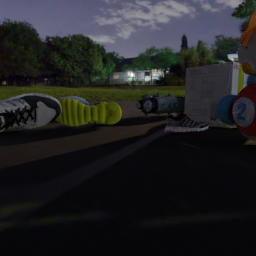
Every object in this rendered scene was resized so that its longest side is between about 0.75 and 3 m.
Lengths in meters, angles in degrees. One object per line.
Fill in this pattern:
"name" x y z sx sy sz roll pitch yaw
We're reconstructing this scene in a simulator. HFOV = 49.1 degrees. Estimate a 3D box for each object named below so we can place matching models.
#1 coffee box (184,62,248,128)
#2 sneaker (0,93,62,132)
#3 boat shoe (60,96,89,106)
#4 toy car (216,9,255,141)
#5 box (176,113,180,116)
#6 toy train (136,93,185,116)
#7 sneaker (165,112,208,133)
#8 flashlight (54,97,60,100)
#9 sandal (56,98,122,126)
"coffee box" 3.329 -1.094 9.553 1.967 1.989 1.986 -4 8 -32
"sneaker" -3.294 -0.270 7.718 2.985 1.129 1.309 -6 24 -20
"boat shoe" -3.342 -1.063 13.514 2.781 0.984 1.262 -4 12 -16
"toy car" 2.857 -1.211 5.813 2.191 2.477 2.283 -41 24 -7
"box" 2.604 -0.623 13.512 0.525 0.150 0.767 1 7 10
"toy train" 1.794 -1.180 14.006 2.715 1.157 1.547 -4 9 -28
"sneaker" 1.591 -0.158 7.589 1.253 0.548 0.462 -2 -3 -11
"flashlight" -3.964 -0.719 10.914 0.984 0.980 2.895 18 17 42
"sandal" -1.405 -0.472 9.509 2.396 0.952 1.043 7 -1 1
